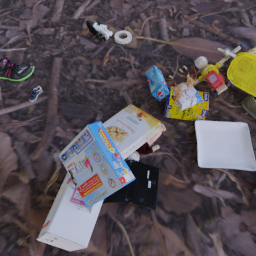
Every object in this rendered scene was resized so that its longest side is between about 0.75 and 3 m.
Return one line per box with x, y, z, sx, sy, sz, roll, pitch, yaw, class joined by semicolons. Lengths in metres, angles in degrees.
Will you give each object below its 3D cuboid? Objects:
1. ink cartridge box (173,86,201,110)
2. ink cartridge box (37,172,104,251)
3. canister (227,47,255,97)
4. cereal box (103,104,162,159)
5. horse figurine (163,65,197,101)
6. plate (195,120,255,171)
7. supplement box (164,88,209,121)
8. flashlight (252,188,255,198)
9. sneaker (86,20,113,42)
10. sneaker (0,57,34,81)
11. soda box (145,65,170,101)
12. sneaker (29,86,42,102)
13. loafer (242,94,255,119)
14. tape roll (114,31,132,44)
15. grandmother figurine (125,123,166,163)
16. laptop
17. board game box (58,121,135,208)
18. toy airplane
2.193;-1.106;10.428;0.841;0.355;0.614;-23;60;-15;ink cartridge box
-1.487;2.088;8.292;1.152;1.967;2.722;27;58;-10;ink cartridge box
5.650;-2.428;11.352;2.207;1.286;2.971;35;44;23;canister
-0.218;0.211;10.241;2.422;0.479;1.742;-37;46;-21;cereal box
1.833;-1.543;9.488;0.871;1.315;0.328;51;24;-10;horse figurine
3.514;0.652;10.338;2.019;0.327;2.024;3;57;3;plate
2.281;-0.910;11.042;1.600;0.871;0.876;8;57;5;supplement box
4.694;1.945;9.448;1.112;0.378;0.377;-32;58;-18;flashlight
-1.415;-4.917;13.918;1.530;0.567;0.677;41;65;13;sneaker
-5.138;-2.568;12.139;2.084;0.873;0.800;-2;57;-1;sneaker
1.150;-1.820;11.180;0.523;0.495;1.542;-39;39;26;soda box
-3.909;-1.452;11.755;0.297;0.301;0.758;21;60;12;sneaker
5.498;-0.506;10.790;0.911;0.844;2.423;-35;63;-21;loafer
-0.246;-4.485;13.842;0.869;0.159;0.869;0;56;-1;tape roll
0.613;0.587;10.277;1.197;0.598;1.974;17;57;45;grandmother figurine
0.083;1.963;9.615;1.724;0.890;1.528;20;56;-17;laptop
-0.838;0.942;6.927;0.461;1.651;1.617;-21;76;-47;board game box
3.272;-2.315;11.252;1.521;2.146;2.156;41;71;-19;toy airplane
